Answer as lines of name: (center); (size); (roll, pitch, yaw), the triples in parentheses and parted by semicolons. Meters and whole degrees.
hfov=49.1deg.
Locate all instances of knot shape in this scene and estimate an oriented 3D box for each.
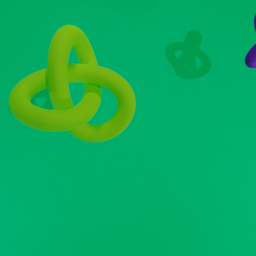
knot shape: (-0.640, -0.570, 3.483); (1.488, 0.688, 1.392); (7, 75, -31)
knot shape: (2.760, -1.906, 5.160); (0.713, 1.543, 1.444); (16, 79, 4)
